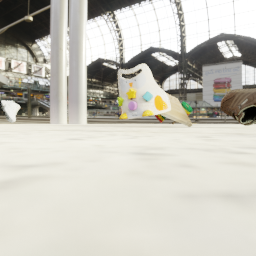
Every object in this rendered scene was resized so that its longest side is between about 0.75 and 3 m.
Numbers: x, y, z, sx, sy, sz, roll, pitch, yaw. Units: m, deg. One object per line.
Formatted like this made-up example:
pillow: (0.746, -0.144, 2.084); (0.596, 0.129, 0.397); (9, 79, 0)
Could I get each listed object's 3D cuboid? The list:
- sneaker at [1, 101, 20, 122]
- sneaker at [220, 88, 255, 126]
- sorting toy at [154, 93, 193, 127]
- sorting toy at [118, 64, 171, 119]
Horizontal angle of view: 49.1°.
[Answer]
sneaker: (-3.130, -0.497, 7.591); (0.436, 0.342, 0.877); (-16, 49, -28)
sneaker: (3.422, -0.580, 8.409); (0.925, 0.992, 2.626); (43, -10, -7)
sorting toy: (1.187, -0.641, 9.241); (2.931, 0.496, 1.413); (20, 34, -35)
sorting toy: (0.120, -0.543, 4.198); (0.841, 0.757, 0.449); (-7, 9, 35)
